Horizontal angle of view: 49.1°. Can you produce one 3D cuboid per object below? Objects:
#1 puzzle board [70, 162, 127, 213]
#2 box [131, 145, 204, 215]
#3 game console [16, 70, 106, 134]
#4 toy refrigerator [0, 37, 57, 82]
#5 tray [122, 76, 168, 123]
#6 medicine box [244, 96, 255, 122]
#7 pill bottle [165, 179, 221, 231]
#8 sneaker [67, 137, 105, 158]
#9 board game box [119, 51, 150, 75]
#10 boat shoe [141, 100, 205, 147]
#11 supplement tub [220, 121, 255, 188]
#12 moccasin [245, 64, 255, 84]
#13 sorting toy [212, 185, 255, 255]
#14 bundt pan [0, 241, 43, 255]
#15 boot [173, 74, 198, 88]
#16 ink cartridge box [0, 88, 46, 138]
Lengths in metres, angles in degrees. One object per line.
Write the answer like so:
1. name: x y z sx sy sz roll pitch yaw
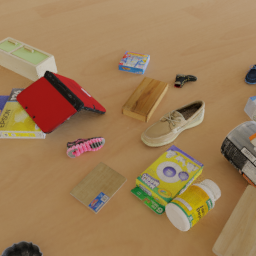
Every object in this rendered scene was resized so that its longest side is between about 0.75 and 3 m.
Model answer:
1. puzzle board: -0.901 1.816 8.712 1.105 0.128 1.466 30 55 24
2. box: 1.201 1.561 8.687 1.263 0.521 2.153 34 57 28
3. game console: -2.560 -0.926 10.834 2.602 1.544 2.242 43 17 32
4. toy refrigerator: -4.714 -3.130 12.672 2.898 1.014 1.100 26 53 23
5. tray: 0.724 -1.219 11.332 1.080 0.406 2.190 20 51 18
6. medicine box: 5.364 -0.594 10.533 1.257 0.710 1.380 -13 48 -11
7. pill bottle: 1.879 2.122 7.920 1.525 0.860 0.860 -30 54 -26
8. sneaker: -1.496 0.524 9.696 1.373 0.542 0.655 -16 38 -16
9. board game box: 0.295 -3.054 13.065 1.182 0.330 1.158 13 49 11
10. boat shoe: 1.654 -0.247 10.086 2.735 0.888 0.987 -24 52 -21
11. supplement tub: 4.140 1.061 8.464 1.501 1.501 2.450 -22 51 -19
12. moccasin: 5.723 -2.612 12.472 0.710 0.601 1.763 27 53 23
13. sorting toy: 3.613 3.000 7.151 2.248 0.787 2.262 30 54 25
14. bundt pan: -2.653 3.469 6.959 1.184 0.444 1.184 1 48 -1
15. boot: 2.464 -1.988 12.086 0.952 0.344 0.719 11 50 18
16. ink cartridge box: -4.149 -0.618 10.689 2.416 0.568 2.387 2 48 -1
